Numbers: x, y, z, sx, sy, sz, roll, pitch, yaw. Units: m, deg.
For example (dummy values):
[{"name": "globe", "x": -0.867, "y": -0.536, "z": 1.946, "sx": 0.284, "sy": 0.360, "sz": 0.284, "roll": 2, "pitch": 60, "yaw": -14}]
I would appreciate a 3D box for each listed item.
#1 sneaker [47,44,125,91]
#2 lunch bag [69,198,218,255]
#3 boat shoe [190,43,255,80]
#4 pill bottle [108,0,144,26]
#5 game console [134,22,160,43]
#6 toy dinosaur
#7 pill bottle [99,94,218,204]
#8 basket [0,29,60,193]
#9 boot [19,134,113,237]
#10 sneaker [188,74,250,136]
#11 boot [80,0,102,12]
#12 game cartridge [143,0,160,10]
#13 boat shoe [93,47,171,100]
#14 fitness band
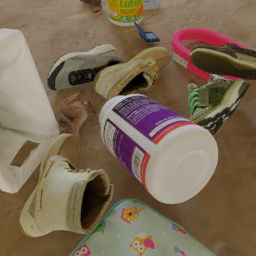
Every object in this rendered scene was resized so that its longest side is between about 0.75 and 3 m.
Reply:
[{"name": "sneaker", "x": -1.184, "y": -1.718, "z": 8.252, "sx": 2.515, "sy": 0.929, "sz": 0.997, "roll": -28, "pitch": 58, "yaw": -24}, {"name": "lunch bag", "x": 0.274, "y": 2.445, "z": 4.327, "sx": 2.489, "sy": 0.959, "sz": 1.996, "roll": 30, "pitch": 56, "yaw": 25}, {"name": "boat shoe", "x": 2.605, "y": -1.794, "z": 7.199, "sx": 2.176, "sy": 0.777, "sz": 0.715, "roll": 11, "pitch": 69, "yaw": -11}, {"name": "pill bottle", "x": -0.086, "y": -5.289, "z": 10.439, "sx": 1.399, "sy": 2.519, "sz": 1.399, "roll": 0, "pitch": 47, "yaw": 0}, {"name": "game console", "x": 0.666, "y": -3.379, "z": 9.801, "sx": 0.737, "sy": 0.511, "sz": 0.864, "roll": -10, "pitch": 41, "yaw": -16}, {"name": "toy dinosaur", "x": -1.461, "y": -0.434, "z": 7.239, "sx": 1.094, "sy": 0.693, "sz": 1.614, "roll": -28, "pitch": 44, "yaw": -7}, {"name": "pill bottle", "x": 0.398, "y": 0.212, "z": 5.523, "sx": 1.439, "sy": 1.439, "sz": 2.559, "roll": -23, "pitch": 34, "yaw": -20}, {"name": "basket", "x": -2.915, "y": -0.362, "z": 5.695, "sx": 1.771, "sy": 2.870, "sz": 1.946, "roll": 13, "pitch": 48, "yaw": 18}, {"name": "boot", "x": -1.000, "y": 0.921, "z": 5.295, "sx": 1.717, "sy": 0.800, "sz": 2.220, "roll": -18, "pitch": 42, "yaw": 37}, {"name": "sneaker", "x": 1.898, "y": -0.576, "z": 7.073, "sx": 1.256, "sy": 1.090, "sz": 2.834, "roll": 35, "pitch": 48, "yaw": 24}, {"name": "boot", "x": -1.607, "y": -5.308, "z": 11.996, "sx": 0.978, "sy": 0.337, "sz": 1.049, "roll": -3, "pitch": 52, "yaw": 0}, {"name": "game cartridge", "x": 0.725, "y": -5.396, "z": 12.118, "sx": 1.248, "sy": 0.255, "sz": 0.830, "roll": -6, "pitch": 44, "yaw": -5}, {"name": "boat shoe", "x": 0.329, "y": -1.471, "z": 8.021, "sx": 2.778, "sy": 1.028, "sz": 0.922, "roll": -32, "pitch": 67, "yaw": -28}, {"name": "fitness band", "x": 2.698, "y": -2.491, "z": 9.219, "sx": 2.033, "sy": 0.530, "sz": 2.831, "roll": -29, "pitch": 55, "yaw": -25}]
